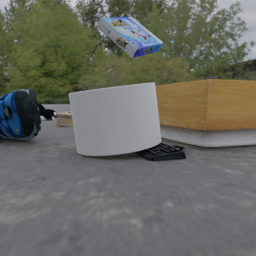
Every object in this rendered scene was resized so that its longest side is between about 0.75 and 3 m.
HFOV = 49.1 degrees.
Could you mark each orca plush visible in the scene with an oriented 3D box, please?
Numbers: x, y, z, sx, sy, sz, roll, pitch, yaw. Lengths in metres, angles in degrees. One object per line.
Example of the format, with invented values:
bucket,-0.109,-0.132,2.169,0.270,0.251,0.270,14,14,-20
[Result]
orca plush,-3.665,-0.647,11.186,1.891,0.672,0.995,-4,7,-35

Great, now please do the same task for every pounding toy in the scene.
pounding toy,-1.824,-0.480,9.077,0.768,0.771,1.344,8,8,26

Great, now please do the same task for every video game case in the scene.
video game case,0.154,-3.790,11.495,1.976,0.495,2.180,43,38,13

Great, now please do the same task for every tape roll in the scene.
tape roll,-0.195,-0.168,4.473,1.383,0.950,1.383,-7,7,1

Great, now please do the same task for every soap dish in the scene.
soap dish,1.740,-0.404,6.162,2.360,1.218,3.000,-2,5,-22

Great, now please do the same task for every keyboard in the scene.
keyboard,0.482,0.309,4.476,0.758,0.162,1.262,-2,7,-16

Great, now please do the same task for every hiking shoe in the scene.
hiking shoe,-2.695,-0.145,5.703,1.189,1.020,2.742,-14,4,-41
